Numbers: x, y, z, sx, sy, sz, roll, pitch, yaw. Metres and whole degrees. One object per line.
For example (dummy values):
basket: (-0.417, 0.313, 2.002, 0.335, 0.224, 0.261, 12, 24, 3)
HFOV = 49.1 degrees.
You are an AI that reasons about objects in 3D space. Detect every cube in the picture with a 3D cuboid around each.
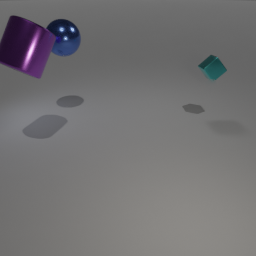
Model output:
cube: (3.344, -2.378, 11.134, 0.700, 0.700, 0.700, -40, 22, 11)

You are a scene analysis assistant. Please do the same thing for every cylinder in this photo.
cylinder: (-3.063, -2.379, 8.395, 1.400, 1.400, 1.400, 22, 2, -1)

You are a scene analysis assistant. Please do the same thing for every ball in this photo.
ball: (-2.540, -3.503, 10.905, 1.400, 1.400, 1.400, 0, 28, 0)
